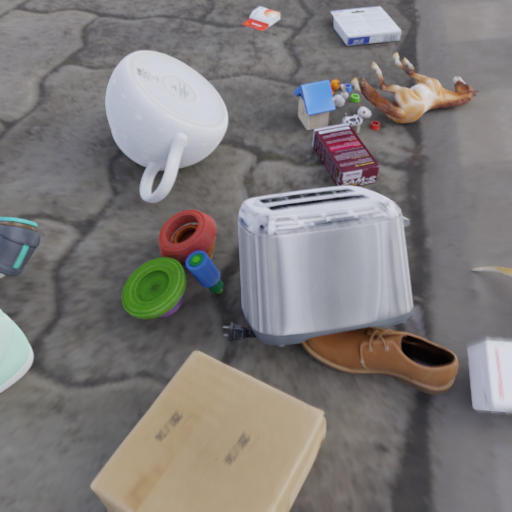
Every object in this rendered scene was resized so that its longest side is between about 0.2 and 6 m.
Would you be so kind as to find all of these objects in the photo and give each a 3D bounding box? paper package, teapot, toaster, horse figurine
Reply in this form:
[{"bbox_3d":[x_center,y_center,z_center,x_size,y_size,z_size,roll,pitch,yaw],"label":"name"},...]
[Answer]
[{"bbox_3d":[-0.440,2.212,5.946,1.784,0.968,1.871,22,53,19],"label":"paper package"},{"bbox_3d":[-1.665,-2.215,9.550,2.202,1.629,2.231,44,34,3],"label":"teapot"},{"bbox_3d":[0.738,0.068,7.134,2.552,1.648,1.450,-8,17,-10],"label":"toaster"},{"bbox_3d":[2.966,-3.205,10.919,2.531,0.632,1.677,-29,71,-34],"label":"horse figurine"}]

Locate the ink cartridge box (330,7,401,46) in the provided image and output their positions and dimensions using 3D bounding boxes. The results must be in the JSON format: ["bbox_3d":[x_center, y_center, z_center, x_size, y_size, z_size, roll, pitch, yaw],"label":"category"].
[{"bbox_3d":[2.557,-5.438,13.250,1.314,0.290,1.339,-9,47,-8],"label":"ink cartridge box"}]

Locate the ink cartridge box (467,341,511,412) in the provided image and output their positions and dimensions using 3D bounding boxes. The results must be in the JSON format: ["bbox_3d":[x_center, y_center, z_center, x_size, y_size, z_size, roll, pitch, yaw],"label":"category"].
[{"bbox_3d":[3.131,1.464,6.693,1.052,0.443,0.761,7,68,-10],"label":"ink cartridge box"}]

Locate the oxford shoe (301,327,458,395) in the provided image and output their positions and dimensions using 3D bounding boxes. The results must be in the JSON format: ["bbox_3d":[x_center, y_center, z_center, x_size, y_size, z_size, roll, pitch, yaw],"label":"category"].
[{"bbox_3d":[1.544,1.129,7.089,1.997,0.712,0.712,11,55,14],"label":"oxford shoe"}]

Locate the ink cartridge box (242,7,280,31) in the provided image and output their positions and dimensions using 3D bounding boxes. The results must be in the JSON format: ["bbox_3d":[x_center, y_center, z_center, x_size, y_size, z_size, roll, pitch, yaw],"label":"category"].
[{"bbox_3d":[0.117,-5.773,13.612,0.629,0.195,0.776,28,51,23],"label":"ink cartridge box"}]

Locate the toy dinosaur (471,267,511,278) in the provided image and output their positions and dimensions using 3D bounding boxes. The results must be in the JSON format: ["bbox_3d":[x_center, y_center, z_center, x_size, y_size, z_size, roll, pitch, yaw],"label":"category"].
[{"bbox_3d":[4.322,0.773,7.326,1.480,0.852,2.927,-18,51,-14],"label":"toy dinosaur"}]

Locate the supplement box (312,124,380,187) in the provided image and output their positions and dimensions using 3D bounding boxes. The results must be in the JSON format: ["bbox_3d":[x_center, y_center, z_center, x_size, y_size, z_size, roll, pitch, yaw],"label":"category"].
[{"bbox_3d":[1.556,-1.771,9.884,0.714,0.399,1.312,-12,49,-11],"label":"supplement box"}]

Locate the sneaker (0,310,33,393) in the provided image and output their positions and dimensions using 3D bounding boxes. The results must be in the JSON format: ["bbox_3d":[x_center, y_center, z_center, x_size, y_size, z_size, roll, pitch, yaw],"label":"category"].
[{"bbox_3d":[-3.792,1.488,6.240,0.931,1.492,2.529,28,55,21],"label":"sneaker"}]

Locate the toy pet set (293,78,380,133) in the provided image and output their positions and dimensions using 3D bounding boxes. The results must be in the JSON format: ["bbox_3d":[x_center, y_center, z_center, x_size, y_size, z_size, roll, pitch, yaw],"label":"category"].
[{"bbox_3d":[1.491,-3.090,10.773,1.474,0.838,1.579,-14,49,-12],"label":"toy pet set"}]

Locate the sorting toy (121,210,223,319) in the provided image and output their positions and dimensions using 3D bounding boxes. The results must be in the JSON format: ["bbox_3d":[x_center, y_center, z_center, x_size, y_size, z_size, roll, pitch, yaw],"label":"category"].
[{"bbox_3d":[-1.019,0.243,7.957,1.133,0.774,1.886,7,57,31],"label":"sorting toy"}]

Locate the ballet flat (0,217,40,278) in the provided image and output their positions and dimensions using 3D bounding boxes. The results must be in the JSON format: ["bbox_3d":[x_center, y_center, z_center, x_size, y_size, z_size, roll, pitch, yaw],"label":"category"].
[{"bbox_3d":[-3.996,-0.105,7.866,2.663,0.973,0.973,5,43,38],"label":"ballet flat"}]
